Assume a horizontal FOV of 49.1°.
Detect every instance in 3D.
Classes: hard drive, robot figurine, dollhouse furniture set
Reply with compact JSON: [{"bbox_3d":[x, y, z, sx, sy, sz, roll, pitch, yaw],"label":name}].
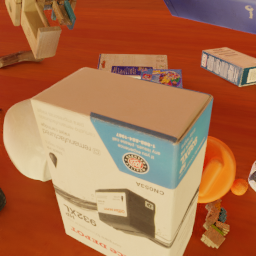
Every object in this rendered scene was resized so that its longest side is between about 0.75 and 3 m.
[{"bbox_3d":[2.361,-3.544,8.096,2.872,0.364,1.895,25,3,26],"label":"hard drive"},{"bbox_3d":[1.463,0.735,5.498,1.517,1.230,2.109,-10,-7,21],"label":"robot figurine"},{"bbox_3d":[-2.282,-3.431,8.441,1.962,1.951,2.784,-17,75,-30],"label":"dollhouse furniture set"}]

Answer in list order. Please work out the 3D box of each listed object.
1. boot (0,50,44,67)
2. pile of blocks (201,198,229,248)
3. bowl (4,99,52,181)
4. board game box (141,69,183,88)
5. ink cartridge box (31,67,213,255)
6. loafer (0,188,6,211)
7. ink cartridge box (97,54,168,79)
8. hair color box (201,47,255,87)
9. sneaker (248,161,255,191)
[{"bbox_3d":[-5.121,-3.191,12.963,1.824,0.629,1.957,7,26,37],"label":"boot"},{"bbox_3d":[1.589,1.749,5.114,0.429,0.325,1.046,20,43,9],"label":"pile of blocks"},{"bbox_3d":[-1.155,0.212,5.952,2.599,2.603,0.971,-19,72,-28],"label":"bowl"},{"bbox_3d":[1.209,-1.666,10.277,1.515,0.339,1.018,2,61,3],"label":"board game box"},{"bbox_3d":[-0.053,0.757,4.255,2.057,2.836,1.187,17,39,25],"label":"ink cartridge box"},{"bbox_3d":[-3.686,0.910,5.794,2.763,0.999,1.006,13,35,22],"label":"loafer"},{"bbox_3d":[0.187,-2.358,11.272,2.795,0.548,1.390,3,53,2],"label":"ink cartridge box"},{"bbox_3d":[4.434,-2.668,11.922,1.336,0.808,2.671,-11,33,-18],"label":"hair color box"},{"bbox_3d":[3.564,0.945,5.048,1.051,1.714,2.634,-15,34,-22],"label":"sneaker"}]
